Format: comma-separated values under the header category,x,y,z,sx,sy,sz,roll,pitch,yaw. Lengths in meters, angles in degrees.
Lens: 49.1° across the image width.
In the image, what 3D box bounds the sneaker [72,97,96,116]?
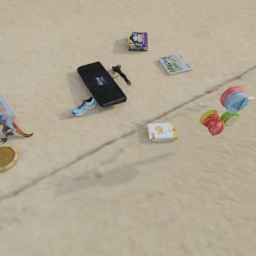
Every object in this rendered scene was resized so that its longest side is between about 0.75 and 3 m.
category,x,y,z,sx,sy,sz,roll,pitch,yaw
sneaker,-1.680,-0.852,10.449,1.025,0.461,0.402,-37,58,-27

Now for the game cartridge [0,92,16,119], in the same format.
category,x,y,z,sx,sy,sz,roll,pitch,yaw
game cartridge,-5.062,-0.728,10.446,1.161,0.357,1.745,-26,54,-26

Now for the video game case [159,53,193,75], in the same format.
category,x,y,z,sx,sy,sz,roll,pitch,yaw
video game case,2.108,-2.842,12.413,1.119,0.135,1.228,-15,51,-13

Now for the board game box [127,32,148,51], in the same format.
category,x,y,z,sx,sy,sz,roll,pitch,yaw
board game box,0.462,-4.154,13.426,0.985,0.338,1.191,0,49,2

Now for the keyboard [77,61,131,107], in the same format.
category,x,y,z,sx,sy,sz,roll,pitch,yaw
keyboard,-0.820,-1.912,11.435,1.836,0.298,2.889,-20,49,-17

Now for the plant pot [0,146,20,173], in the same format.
category,x,y,z,sx,sy,sz,roll,pitch,yaw
plant pot,-4.069,0.966,9.075,1.056,0.145,1.056,0,48,0

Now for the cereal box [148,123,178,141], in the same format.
category,x,y,z,sx,sy,sz,roll,pitch,yaw
cereal box,1.195,0.133,9.765,0.965,0.191,0.694,-3,49,-3

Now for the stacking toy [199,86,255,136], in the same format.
category,x,y,z,sx,sy,sz,roll,pitch,yaw
stacking toy,3.114,-0.395,8.313,1.425,1.574,0.665,9,41,-33

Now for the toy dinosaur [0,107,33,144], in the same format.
category,x,y,z,sx,sy,sz,roll,pitch,yaw
toy dinosaur,-4.331,-0.215,9.772,1.645,0.864,1.493,9,45,-38
